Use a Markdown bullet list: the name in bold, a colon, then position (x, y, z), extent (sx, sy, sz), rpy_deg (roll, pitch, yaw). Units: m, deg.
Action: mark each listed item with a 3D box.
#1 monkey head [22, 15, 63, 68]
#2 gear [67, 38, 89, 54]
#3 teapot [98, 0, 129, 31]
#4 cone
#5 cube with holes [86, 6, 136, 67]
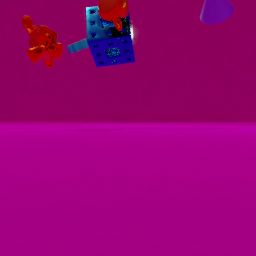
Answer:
- **monkey head**: position (-2.461, -2.275, 7.811), extent (0.965, 1.602, 1.153), rpy_deg (18, 53, 40)
- **gear**: position (-1.476, -3.214, 10.522), extent (1.595, 0.295, 1.595), rpy_deg (-19, 18, 7)
- **teapot**: position (-0.280, -2.629, 6.077), extent (0.712, 1.146, 0.561), rpy_deg (-17, -17, 28)
- **cone**: position (2.498, -3.766, 8.155), extent (0.999, 0.999, 1.002), rpy_deg (1, -32, 29)
- **cube with holes**: position (-0.397, -2.227, 6.783), extent (0.999, 0.999, 0.999), rpy_deg (-7, -22, 4)
